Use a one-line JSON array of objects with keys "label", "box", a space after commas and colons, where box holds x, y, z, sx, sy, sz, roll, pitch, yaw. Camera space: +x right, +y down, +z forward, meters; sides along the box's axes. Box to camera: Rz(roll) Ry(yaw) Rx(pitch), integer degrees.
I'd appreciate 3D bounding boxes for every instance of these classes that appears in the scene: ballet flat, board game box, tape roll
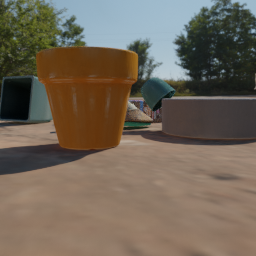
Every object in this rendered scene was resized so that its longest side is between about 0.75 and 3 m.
[{"label": "ballet flat", "box": [-0.463, -0.473, 8.421, 2.750, 0.925, 0.936, -3, -2, -28]}, {"label": "board game box", "box": [0.704, -0.674, 11.010, 1.691, 0.819, 1.348, -4, 8, -35]}, {"label": "tape roll", "box": [2.293, -0.341, 7.468, 2.790, 0.922, 2.790, 1, 6, 0]}]

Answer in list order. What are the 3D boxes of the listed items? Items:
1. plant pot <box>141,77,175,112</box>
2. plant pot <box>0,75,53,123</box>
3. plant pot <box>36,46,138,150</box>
[{"label": "plant pot", "box": [0.805, -1.032, 8.131, 0.891, 0.715, 0.891, -38, -14, -12]}, {"label": "plant pot", "box": [-3.629, -0.984, 10.735, 1.652, 1.656, 1.687, 3, -3, 29]}, {"label": "plant pot", "box": [-0.744, -0.531, 5.432, 1.895, 1.735, 1.895, -1, 6, 0]}]
